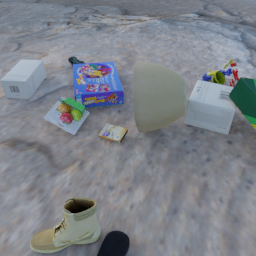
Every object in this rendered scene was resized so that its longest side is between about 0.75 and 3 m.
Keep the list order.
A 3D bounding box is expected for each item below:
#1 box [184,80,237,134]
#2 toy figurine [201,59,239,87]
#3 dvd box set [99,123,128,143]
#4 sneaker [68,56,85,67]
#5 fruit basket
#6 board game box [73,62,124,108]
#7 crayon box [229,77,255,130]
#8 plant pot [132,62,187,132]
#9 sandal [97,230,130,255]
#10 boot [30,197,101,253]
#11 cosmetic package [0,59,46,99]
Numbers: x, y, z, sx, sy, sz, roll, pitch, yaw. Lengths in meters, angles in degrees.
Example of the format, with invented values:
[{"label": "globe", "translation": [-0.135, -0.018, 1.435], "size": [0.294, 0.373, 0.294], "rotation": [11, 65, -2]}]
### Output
[{"label": "box", "translation": [2.925, -0.763, 9.763], "size": [1.557, 1.017, 1.549], "rotation": [16, 40, 17]}, {"label": "toy figurine", "translation": [3.666, -1.979, 11.809], "size": [1.344, 1.183, 2.243], "rotation": [-6, 23, 43]}, {"label": "dvd box set", "translation": [-0.476, 0.167, 9.187], "size": [0.809, 0.119, 0.592], "rotation": [15, 51, 23]}, {"label": "sneaker", "translation": [-2.538, -3.121, 13.413], "size": [1.116, 0.421, 0.442], "rotation": [27, 47, 32]}, {"label": "fruit basket", "translation": [-2.072, -0.417, 9.601], "size": [1.168, 0.591, 1.261], "rotation": [28, 50, -3]}, {"label": "board game box", "translation": [-1.296, -1.854, 11.561], "size": [1.843, 0.614, 2.741], "rotation": [-6, 38, -8]}, {"label": "crayon box", "translation": [4.964, -0.396, 8.587], "size": [2.870, 0.837, 2.476], "rotation": [3, 42, -23]}, {"label": "plant pot", "translation": [1.078, -0.995, 8.833], "size": [1.509, 2.248, 2.248], "rotation": [-2, 36, 13]}, {"label": "sandal", "translation": [-0.487, 2.859, 5.501], "size": [0.752, 0.424, 1.978], "rotation": [7, 38, 9]}, {"label": "boot", "translation": [-1.367, 2.045, 5.938], "size": [1.535, 1.193, 0.559], "rotation": [-6, 38, -8]}, {"label": "cosmetic package", "translation": [-4.285, -2.081, 11.674], "size": [1.069, 0.843, 1.986], "rotation": [4, 37, 7]}]
